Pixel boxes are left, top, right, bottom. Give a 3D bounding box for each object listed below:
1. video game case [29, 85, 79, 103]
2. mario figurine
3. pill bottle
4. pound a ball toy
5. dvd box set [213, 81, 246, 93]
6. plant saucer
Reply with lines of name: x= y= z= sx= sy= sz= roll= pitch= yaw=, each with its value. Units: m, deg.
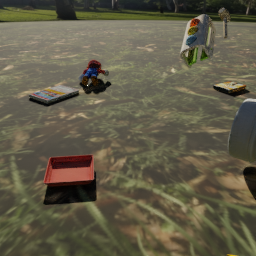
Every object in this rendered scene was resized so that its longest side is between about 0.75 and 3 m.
video game case: x=-2.899 y=-1.364 z=11.064 sx=1.139 sy=0.139 sz=1.593 roll=19 pitch=31 yaw=33
mario figurine: x=-1.566 y=-2.399 z=12.896 sx=1.100 sy=0.945 sz=1.782 roll=32 pitch=33 yaw=-16
pill bottle: x=3.691 y=0.398 z=5.599 sx=2.924 sy=1.654 sz=1.654 roll=19 pitch=31 yaw=35
pound a ball toy: x=2.057 y=-2.548 z=7.485 sx=1.130 sy=0.736 sz=1.734 roll=-17 pitch=41 yaw=38
dvd box set: x=4.284 y=-1.733 z=11.808 sx=1.129 sy=0.166 sz=0.826 roll=-15 pitch=28 yaw=-29
plant saucer: x=-1.260 y=0.945 z=6.158 sx=1.021 sy=0.187 sz=1.019 roll=-4 pitch=26 yaw=-6
